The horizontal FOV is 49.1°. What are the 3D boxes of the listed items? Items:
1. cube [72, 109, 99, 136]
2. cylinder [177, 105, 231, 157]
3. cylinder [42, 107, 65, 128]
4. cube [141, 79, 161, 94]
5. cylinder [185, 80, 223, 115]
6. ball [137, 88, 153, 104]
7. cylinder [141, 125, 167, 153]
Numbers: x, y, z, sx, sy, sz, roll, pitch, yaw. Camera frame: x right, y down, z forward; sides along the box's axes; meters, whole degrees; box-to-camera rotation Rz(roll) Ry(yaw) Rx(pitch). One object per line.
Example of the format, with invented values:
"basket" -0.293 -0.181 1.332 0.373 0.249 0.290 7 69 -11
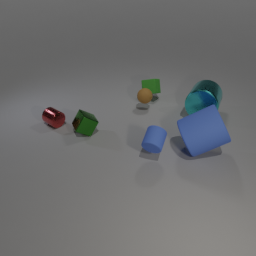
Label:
"cube" -1.705 -0.204 11.115 0.700 0.700 0.700 20 18 -34
"cylinder" 2.621 0.099 9.716 1.400 1.400 1.400 -25 27 16
"cylinder" -3.107 -0.444 11.719 0.700 0.700 0.700 26 39 32
"cube" 1.134 -2.019 13.692 0.700 0.700 0.700 -2 7 27
"cylinder" 3.314 -1.232 12.216 1.400 1.400 1.400 13 31 20
"ball" 0.763 -1.456 12.723 0.700 0.700 0.700 0 31 0
"cylinder" 0.884 0.385 9.415 0.700 0.700 0.700 12 61 19
